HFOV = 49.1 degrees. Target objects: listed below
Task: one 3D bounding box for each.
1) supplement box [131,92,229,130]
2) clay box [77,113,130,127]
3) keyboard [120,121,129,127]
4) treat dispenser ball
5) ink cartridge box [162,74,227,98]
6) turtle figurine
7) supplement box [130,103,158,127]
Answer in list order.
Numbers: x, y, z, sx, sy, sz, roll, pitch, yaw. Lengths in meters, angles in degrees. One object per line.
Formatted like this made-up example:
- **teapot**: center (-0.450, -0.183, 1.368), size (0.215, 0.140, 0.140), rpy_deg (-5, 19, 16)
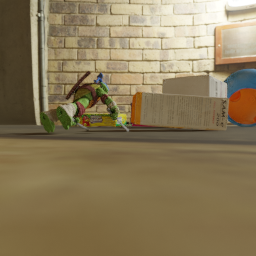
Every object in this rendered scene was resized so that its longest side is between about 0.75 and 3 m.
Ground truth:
- **supplement box**: center (0.922, -0.308, 5.395), size (1.663, 0.611, 1.048), rpy_deg (4, 2, -2)
- **clay box**: center (-1.121, -0.340, 12.079), size (2.458, 0.585, 1.412), rpy_deg (-1, 1, 17)
- **keyboard**: center (-0.495, -0.124, 13.666), size (1.324, 0.262, 0.689), rpy_deg (-2, -21, -43)
- **treat dispenser ball**: center (5.825, -1.452, 13.676), size (2.812, 2.812, 2.812), rpy_deg (0, 1, 0)
- **ink cartridge box**: center (2.599, -0.912, 10.632), size (1.758, 1.766, 2.407), rpy_deg (0, 0, 33)
- **turtle figurine**: center (-0.555, -0.137, 3.853), size (0.808, 1.123, 1.089), rpy_deg (25, 34, 26)
- **supplement box**: center (1.401, -0.706, 14.362), size (1.294, 1.267, 2.503), rpy_deg (-1, 1, -44)
